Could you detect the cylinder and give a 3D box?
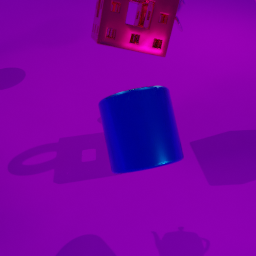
[{"bbox_3d":[0.159,0.034,3.556,0.923,0.923,0.923,-11,86,-12],"label":"cylinder"}]

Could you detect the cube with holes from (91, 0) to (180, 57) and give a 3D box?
[{"bbox_3d":[0.078,-2.147,5.216,1.255,1.255,1.255,7,20,-15],"label":"cube with holes"}]

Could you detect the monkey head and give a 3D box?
[{"bbox_3d":[0.770,-2.672,6.013,1.305,0.786,0.939,33,8,3],"label":"monkey head"}]
